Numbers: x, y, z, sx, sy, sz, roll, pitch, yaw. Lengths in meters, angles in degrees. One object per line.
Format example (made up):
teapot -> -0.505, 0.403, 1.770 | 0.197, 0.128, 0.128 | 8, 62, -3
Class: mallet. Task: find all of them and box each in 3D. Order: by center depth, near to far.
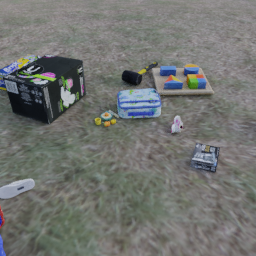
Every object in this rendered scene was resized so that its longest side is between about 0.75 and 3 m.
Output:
mallet -> 0.645, -2.907, 14.162 | 0.933, 0.583, 2.833 | 16, 34, 19

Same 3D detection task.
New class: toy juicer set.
toy juicer set -> -0.720, -0.428, 10.807 | 0.696, 0.298, 1.094 | 18, 39, 24

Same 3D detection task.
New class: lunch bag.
lunch bag -> 0.446, -0.979, 11.245 | 1.739, 0.717, 1.398 | -2, 38, -1

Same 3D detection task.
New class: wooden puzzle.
wooden puzzle -> 2.520, -2.398, 13.270 | 2.529, 0.632, 2.730 | -2, 35, -2

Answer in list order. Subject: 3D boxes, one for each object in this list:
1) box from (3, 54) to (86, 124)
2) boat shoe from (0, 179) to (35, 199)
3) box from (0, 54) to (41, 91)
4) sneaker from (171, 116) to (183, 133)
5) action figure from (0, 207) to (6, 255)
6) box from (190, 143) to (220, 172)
box -> -3.241, -1.700, 11.413 | 1.961, 1.641, 2.640 | 16, 39, 21
boat shoe -> -3.158, 1.673, 7.892 | 1.016, 0.360, 0.355 | -20, 13, -20
box -> -5.197, -2.724, 13.565 | 0.891, 0.818, 2.544 | 16, 38, 20
sneaker -> 1.856, -0.104, 10.345 | 0.387, 0.357, 0.877 | 12, 46, 14
action figure -> -3.123, 2.416, 6.398 | 0.578, 0.877, 1.771 | -14, 35, -19
box -> 2.478, 0.923, 8.950 | 0.788, 0.249, 0.999 | 12, 38, 17
